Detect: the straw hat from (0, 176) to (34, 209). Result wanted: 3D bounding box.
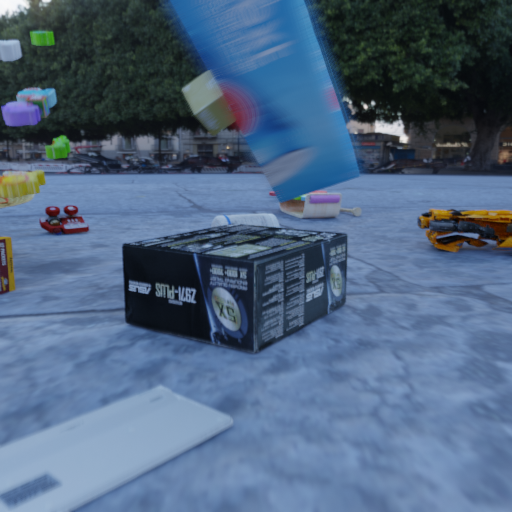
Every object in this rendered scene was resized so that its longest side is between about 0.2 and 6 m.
[{"bbox_3d":[-5.801,-0.568,10.026,3.510,1.485,3.510,8,17,-2],"label":"straw hat"}]

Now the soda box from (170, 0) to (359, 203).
[{"bbox_3d":[0.191,-2.296,6.850,1.235,1.168,3.642,-18,-38,13],"label":"soda box"}]

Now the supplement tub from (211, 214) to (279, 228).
[{"bbox_3d":[-0.224,-0.436,11.158,1.209,0.797,0.797,-4,11,-25],"label":"supplement tub"}]

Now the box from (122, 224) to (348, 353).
[{"bbox_3d":[-0.171,0.256,6.900,1.869,0.983,2.282,7,12,32],"label":"box"}]

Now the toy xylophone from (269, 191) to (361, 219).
[{"bbox_3d":[1.914,-1.732,18.037,2.333,0.801,3.187,-4,12,-22],"label":"toy xylophone"}]

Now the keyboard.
[{"bbox_3d":[-1.412,1.380,3.354,0.814,0.154,2.894,16,18,39],"label":"keyboard"}]

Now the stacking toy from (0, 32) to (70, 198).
[{"bbox_3d":[-4.012,-2.618,9.818,0.726,2.329,3.089,-2,26,-4],"label":"stacking toy"}]

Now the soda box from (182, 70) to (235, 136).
[{"bbox_3d":[-0.172,-3.566,11.164,2.527,0.856,0.809,-33,-32,9],"label":"soda box"}]

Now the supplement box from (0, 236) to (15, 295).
[{"bbox_3d":[-4.289,0.179,7.826,1.215,0.807,1.198,4,11,19],"label":"supplement box"}]

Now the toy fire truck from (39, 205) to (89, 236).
[{"bbox_3d":[-4.790,-0.806,13.942,1.071,0.601,0.900,-7,31,-28],"label":"toy fire truck"}]

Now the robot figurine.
[{"bbox_3d":[4.760,-0.521,11.562,2.797,0.814,2.028,2,11,9],"label":"robot figurine"}]
